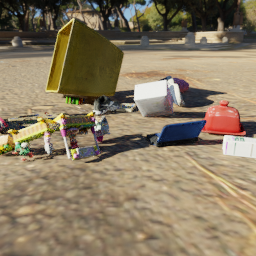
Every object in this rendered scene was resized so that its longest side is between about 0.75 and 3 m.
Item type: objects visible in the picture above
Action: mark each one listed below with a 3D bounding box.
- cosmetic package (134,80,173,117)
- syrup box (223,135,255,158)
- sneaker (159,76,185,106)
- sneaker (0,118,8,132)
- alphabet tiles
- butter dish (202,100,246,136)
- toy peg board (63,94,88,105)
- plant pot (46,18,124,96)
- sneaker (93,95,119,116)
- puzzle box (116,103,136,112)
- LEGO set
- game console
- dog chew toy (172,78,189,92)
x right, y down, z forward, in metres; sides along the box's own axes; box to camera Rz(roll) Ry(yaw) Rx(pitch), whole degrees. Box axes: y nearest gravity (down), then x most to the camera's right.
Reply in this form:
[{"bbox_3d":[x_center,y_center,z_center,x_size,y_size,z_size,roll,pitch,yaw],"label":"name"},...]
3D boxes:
[{"bbox_3d":[0.889,-0.964,9.445,1.082,1.086,0.668,-7,57,19],"label":"cosmetic package"},{"bbox_3d":[2.847,0.459,6.850,0.979,0.399,0.386,6,19,15],"label":"syrup box"},{"bbox_3d":[1.652,-1.440,11.914,1.032,0.915,2.442,-22,25,5],"label":"sneaker"},{"bbox_3d":[-4.150,-0.120,8.501,1.142,0.461,0.427,7,46,38],"label":"sneaker"},{"bbox_3d":[-3.010,-0.202,9.273,2.267,0.072,1.887,-12,22,-31],"label":"alphabet tiles"},{"bbox_3d":[2.843,-0.362,8.391,1.277,0.944,1.273,4,19,14],"label":"butter dish"},{"bbox_3d":[-2.233,-1.187,11.846,0.761,0.372,0.757,8,5,18],"label":"toy peg board"},{"bbox_3d":[-1.800,-2.626,12.034,2.480,2.812,2.812,12,2,-27],"label":"plant pot"},{"bbox_3d":[-0.796,-0.939,10.516,0.479,0.652,1.441,12,22,30],"label":"sneaker"},{"bbox_3d":[-0.062,-0.806,10.953,0.597,0.114,0.897,3,18,13],"label":"puzzle box"},{"bbox_3d":[-1.728,0.394,6.714,2.888,1.075,1.328,-12,-12,-20],"label":"LEGO set"},{"bbox_3d":[1.264,0.036,7.530,1.282,0.758,1.094,-6,21,-20],"label":"game console"},{"bbox_3d":[2.573,-2.122,13.950,1.188,0.740,0.740,-2,17,-32],"label":"dog chew toy"}]
